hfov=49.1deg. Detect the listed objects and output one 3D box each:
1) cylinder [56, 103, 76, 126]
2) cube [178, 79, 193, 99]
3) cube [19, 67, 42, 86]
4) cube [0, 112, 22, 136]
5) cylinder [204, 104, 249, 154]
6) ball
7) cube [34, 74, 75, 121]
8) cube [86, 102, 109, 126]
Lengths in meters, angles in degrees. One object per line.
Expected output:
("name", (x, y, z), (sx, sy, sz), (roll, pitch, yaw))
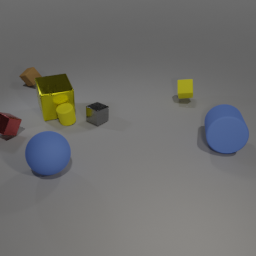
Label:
("cylinder", (-2.604, -0.569, 11.830), (0.700, 0.700, 0.700), (-4, 43, 3))
("cube", (2.736, -1.856, 13.336), (0.700, 0.700, 0.700), (-1, -14, 14))
("cube", (-5.214, -2.755, 15.011), (0.700, 0.700, 0.700), (2, 49, 42))
("cube", (-4.724, -0.161, 10.887), (0.700, 0.700, 0.700), (23, 4, 19))
("cylinder", (3.528, 0.004, 10.173), (1.400, 1.400, 1.400), (6, 24, 10))
("ball", (-2.535, 0.795, 8.920), (1.400, 1.400, 1.400), (0, 32, 0))
("cube", (-3.203, -1.372, 12.345), (1.400, 1.400, 1.400), (-13, 46, -20))
("cube", (-1.307, -0.614, 11.970), (0.700, 0.700, 0.700), (23, 34, 32))
